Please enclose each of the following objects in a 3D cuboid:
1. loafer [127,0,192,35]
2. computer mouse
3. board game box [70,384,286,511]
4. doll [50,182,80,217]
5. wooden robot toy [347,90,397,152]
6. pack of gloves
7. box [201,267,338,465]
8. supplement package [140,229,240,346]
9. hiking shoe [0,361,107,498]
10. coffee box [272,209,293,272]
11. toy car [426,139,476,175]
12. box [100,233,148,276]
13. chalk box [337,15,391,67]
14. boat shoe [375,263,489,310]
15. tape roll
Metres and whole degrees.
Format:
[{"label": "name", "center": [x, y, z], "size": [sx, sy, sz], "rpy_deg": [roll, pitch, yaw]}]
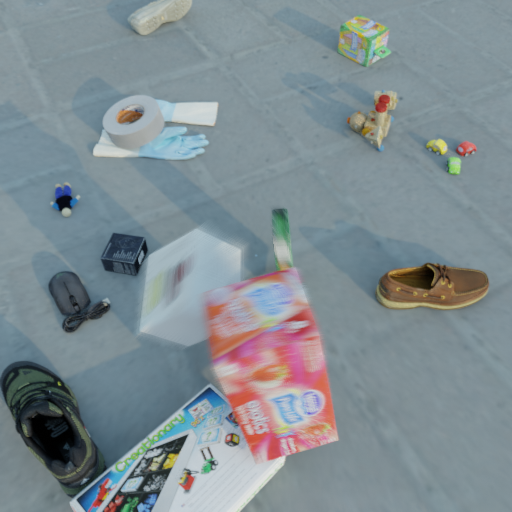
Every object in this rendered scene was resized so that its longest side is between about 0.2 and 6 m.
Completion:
[{"label": "loafer", "center": [-2.930, -7.524, 17.155], "size": [2.190, 0.766, 0.764], "rpy_deg": [-37, 67, -26]}, {"label": "computer mouse", "center": [-3.465, 0.716, 10.558], "size": [0.959, 0.365, 1.385], "rpy_deg": [-31, 57, -22]}, {"label": "board game box", "center": [-1.067, 3.300, 8.187], "size": [1.695, 0.465, 2.685], "rpy_deg": [36, 53, 26]}, {"label": "doll", "center": [-4.175, -1.225, 12.263], "size": [0.639, 0.227, 0.937], "rpy_deg": [-13, 51, -9]}, {"label": "wooden robot toy", "center": [2.762, -3.458, 13.722], "size": [1.042, 1.011, 2.296], "rpy_deg": [8, 49, 21]}, {"label": "pack of gloves", "center": [-2.430, -3.327, 13.816], "size": [2.745, 0.542, 2.306], "rpy_deg": [3, 51, 2]}, {"label": "box", "center": [0.242, 1.581, 7.671], "size": [1.313, 2.634, 1.258], "rpy_deg": [-16, 44, -2]}, {"label": "supplement package", "center": [-1.031, 0.537, 8.870], "size": [0.991, 1.289, 1.348], "rpy_deg": [25, 53, -37]}, {"label": "hiking shoe", "center": [-3.186, 2.381, 8.561], "size": [0.978, 1.301, 2.584], "rpy_deg": [-35, 58, -26]}, {"label": "coffee box", "center": [0.494, -0.079, 10.314], "size": [0.306, 1.392, 0.856], "rpy_deg": [-5, 49, 4]}, {"label": "toy car", "center": [4.648, -2.362, 13.181], "size": [1.184, 0.264, 1.114], "rpy_deg": [6, 50, 5]}, {"label": "box", "center": [-2.610, -0.039, 11.137], "size": [0.691, 0.435, 0.703], "rpy_deg": [10, 51, 8]}, {"label": "chalk box", "center": [3.136, -6.014, 15.817], "size": [0.882, 0.878, 1.418], "rpy_deg": [-38, 59, -27]}, {"label": "boat shoe", "center": [3.352, 0.528, 10.476], "size": [2.150, 0.726, 0.774], "rpy_deg": [-4, 50, -3]}, {"label": "tape roll", "center": [-2.942, -3.230, 13.473], "size": [1.409, 0.466, 1.409], "rpy_deg": [-7, 52, 10]}]
